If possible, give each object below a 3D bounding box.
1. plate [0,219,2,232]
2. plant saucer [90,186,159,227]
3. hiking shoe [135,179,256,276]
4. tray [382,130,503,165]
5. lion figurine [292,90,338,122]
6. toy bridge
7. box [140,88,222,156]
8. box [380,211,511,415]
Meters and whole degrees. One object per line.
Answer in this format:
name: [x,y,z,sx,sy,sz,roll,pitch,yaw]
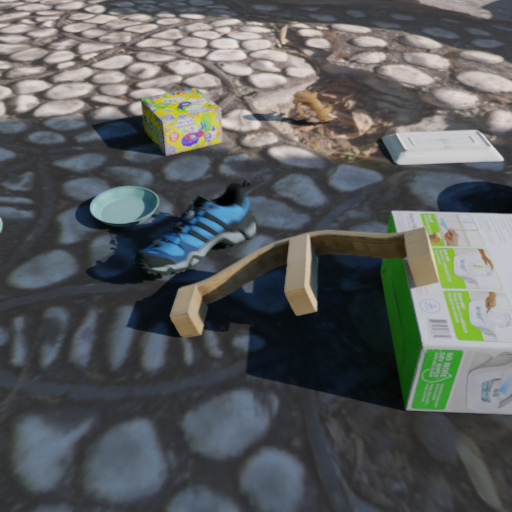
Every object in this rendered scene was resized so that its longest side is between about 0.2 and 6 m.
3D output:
plate: [-5.721,-0.475,10.421,1.827,0.233,1.827,0,39,0]
plant saucer: [-2.565,-0.928,10.988,1.320,0.237,1.320,0,39,0]
hiking shoe: [-1.090,-0.513,9.668,2.449,1.062,0.911,-29,35,-36]
tray: [4.322,-2.590,13.061,2.512,0.279,1.349,-3,39,-3]
lion figurine: [1.491,-3.716,13.961,1.218,0.441,0.746,37,31,4]
toy bridge: [0.680,0.222,8.162,3.939,0.536,1.324,-15,35,19]
box: [-1.782,-3.230,13.355,1.474,0.899,1.420,-18,42,-23]
box: [3.285,0.670,8.013,2.553,1.399,2.893,2,38,2]
